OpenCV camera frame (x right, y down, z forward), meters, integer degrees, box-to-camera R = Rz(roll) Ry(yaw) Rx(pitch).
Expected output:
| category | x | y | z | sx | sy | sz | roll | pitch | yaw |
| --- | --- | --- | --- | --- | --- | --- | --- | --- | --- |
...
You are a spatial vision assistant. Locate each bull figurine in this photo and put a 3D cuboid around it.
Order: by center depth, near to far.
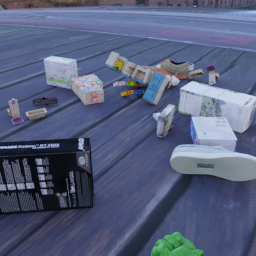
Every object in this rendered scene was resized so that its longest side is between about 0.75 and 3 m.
| category | x | y | z | sx | sy | sz | roll | pitch | yaw |
| --- | --- | --- | --- | --- | --- | --- | --- | --- | --- |
| bull figurine | 1.298 | -2.753 | 15.050 | 2.864 | 0.933 | 1.739 | -4 | 29 | -8 |

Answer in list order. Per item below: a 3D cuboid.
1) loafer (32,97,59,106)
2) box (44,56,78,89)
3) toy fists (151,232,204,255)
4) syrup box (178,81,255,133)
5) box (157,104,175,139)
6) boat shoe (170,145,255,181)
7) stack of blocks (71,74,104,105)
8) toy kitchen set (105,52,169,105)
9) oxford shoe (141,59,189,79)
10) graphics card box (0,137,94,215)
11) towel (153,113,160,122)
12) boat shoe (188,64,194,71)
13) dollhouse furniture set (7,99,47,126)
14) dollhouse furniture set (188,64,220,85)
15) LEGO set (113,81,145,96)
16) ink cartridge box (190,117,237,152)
| category | x | y | z | sx | sy | sz | roll | pitch | yaw |
| --- | --- | --- | --- | --- | --- | --- | --- | --- | --- |
| loafer | -3.848 | -1.306 | 13.050 | 1.272 | 0.401 | 0.457 | 4 | 30 | 6 |
| box | -3.559 | -2.969 | 14.915 | 1.604 | 1.415 | 0.776 | 13 | 33 | 23 |
| toy fists | 0.753 | 2.872 | 5.582 | 0.969 | 0.654 | 1.901 | 17 | 35 | 28 |
| syrup box | 3.655 | -0.947 | 11.666 | 2.925 | 1.152 | 1.191 | 21 | 36 | 32 |
| box | 1.467 | -0.263 | 10.722 | 0.283 | 0.929 | 1.173 | 15 | 32 | 23 |
| boat shoe | 2.705 | 0.915 | 8.650 | 2.730 | 0.952 | 0.972 | 4 | 34 | 13 |
| stack of blocks | -1.895 | -1.951 | 13.916 | 1.266 | 0.644 | 2.199 | -13 | 33 | -22 |
| toy kitchen set | 0.276 | -2.282 | 12.849 | 2.348 | 1.383 | 1.881 | 29 | 8 | 35 |
| oxford shoe | 2.062 | -3.517 | 16.190 | 2.899 | 1.084 | 1.021 | 4 | 30 | 6 |
| graphics card box | -2.385 | 1.250 | 7.166 | 2.973 | 1.865 | 0.756 | -3 | 28 | -4 |
| towel | 1.487 | -0.419 | 11.740 | 0.693 | 0.195 | 0.810 | -6 | 30 | -16 |
| boat shoe | 3.541 | -3.748 | 17.272 | 1.191 | 0.408 | 0.429 | -8 | 31 | -14 |
| dollhouse furniture set | -4.288 | -0.951 | 11.802 | 1.455 | 1.033 | 1.153 | -16 | 34 | -25 |
| dollhouse furniture set | 4.231 | -2.649 | 15.689 | 1.507 | 1.194 | 1.070 | -9 | 65 | 31 |
| LEGO set | 0.060 | -1.901 | 13.726 | 1.907 | 0.727 | 0.783 | -9 | 3 | -36 |
| ink cartridge box | 3.001 | 0.187 | 10.121 | 1.314 | 0.735 | 1.927 | 1 | 32 | 3 |
